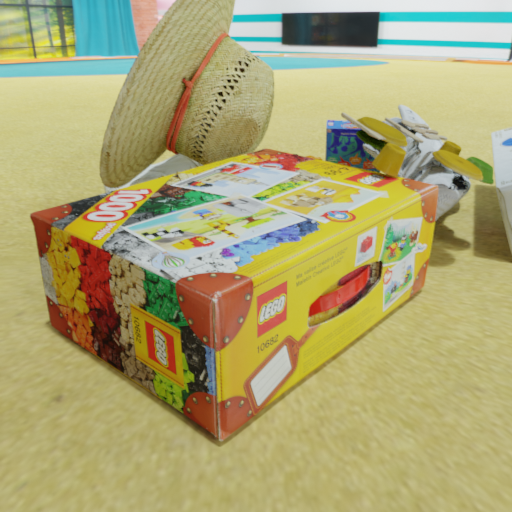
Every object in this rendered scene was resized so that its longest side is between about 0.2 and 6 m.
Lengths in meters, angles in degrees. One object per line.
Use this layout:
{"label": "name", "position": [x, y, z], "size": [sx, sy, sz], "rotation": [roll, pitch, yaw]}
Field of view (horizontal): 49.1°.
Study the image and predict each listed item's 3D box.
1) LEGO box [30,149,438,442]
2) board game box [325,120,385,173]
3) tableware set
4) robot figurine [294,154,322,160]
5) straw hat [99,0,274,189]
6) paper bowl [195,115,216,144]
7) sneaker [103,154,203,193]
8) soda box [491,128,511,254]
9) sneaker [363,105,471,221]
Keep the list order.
{"label": "LEGO box", "position": [-0.114, -0.007, 7.739], "size": [3.348, 1.735, 4.495], "rotation": [20, 31, 37]}
{"label": "board game box", "position": [2.212, -2.262, 12.757], "size": [1.277, 1.679, 0.378], "rotation": [3, 46, 8]}
{"label": "tableware set", "position": [2.692, -1.619, 9.103], "size": [2.843, 0.436, 1.915], "rotation": [-8, 43, -46]}
{"label": "robot figurine", "position": [0.442, -1.568, 12.164], "size": [2.271, 0.912, 3.133], "rotation": [7, 25, 14]}
{"label": "straw hat", "position": [-0.678, -2.686, 9.944], "size": [1.928, 4.556, 4.556], "rotation": [31, 28, -1]}
{"label": "paper bowl", "position": [-1.079, -2.237, 9.963], "size": [0.985, 0.512, 0.985], "rotation": [2, 6, 0]}
{"label": "sneaker", "position": [-1.642, -1.455, 11.827], "size": [2.939, 1.083, 1.698], "rotation": [-19, 31, -12]}
{"label": "soda box", "position": [5.550, -1.495, 10.899], "size": [1.542, 1.441, 4.527], "rotation": [-12, 19, 26]}
{"label": "sneaker", "position": [3.049, -1.750, 11.049], "size": [2.071, 1.354, 3.603], "rotation": [44, 30, 4]}
